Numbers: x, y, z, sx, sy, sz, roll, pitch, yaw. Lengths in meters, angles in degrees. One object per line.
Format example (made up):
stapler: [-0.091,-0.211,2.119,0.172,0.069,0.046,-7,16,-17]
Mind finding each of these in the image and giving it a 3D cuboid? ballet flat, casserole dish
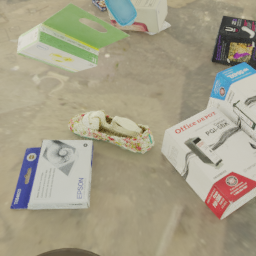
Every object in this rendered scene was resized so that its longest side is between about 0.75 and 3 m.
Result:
ballet flat: [-0.498,-0.067,7.910,2.649,0.847,1.002,15,49,13]
casserole dish: [-0.190,-3.385,7.842,0.648,1.069,0.207,-31,20,20]

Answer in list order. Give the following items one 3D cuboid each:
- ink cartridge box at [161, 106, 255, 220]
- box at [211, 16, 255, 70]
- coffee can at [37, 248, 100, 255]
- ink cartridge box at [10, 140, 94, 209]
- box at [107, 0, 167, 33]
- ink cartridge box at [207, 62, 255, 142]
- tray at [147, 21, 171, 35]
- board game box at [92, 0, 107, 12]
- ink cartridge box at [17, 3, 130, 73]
ink cartridge box: [2.238,0.755,7.087,1.743,0.984,2.375,-26,55,-20]
box: [4.387,-3.057,10.215,2.319,1.230,1.417,16,50,13]
coffee can: [-0.765,3.111,4.001,1.898,2.593,1.898,0,49,0]
ink cartridge box: [-1.892,1.130,7.173,1.914,0.388,1.910,-2,49,-1]
box: [0.419,-4.889,11.564,2.132,1.162,1.363,13,62,19]
ink cartridge box: [3.336,-0.271,7.461,1.025,1.775,2.431,-21,52,-17]
tray: [0.722,-4.874,12.443,1.202,0.248,2.238,-33,57,-24]
board game box: [-1.179,-5.935,13.398,0.684,0.175,1.010,-26,54,-20]
ink cartridge box: [-1.190,-1.745,5.893,2.040,1.484,0.489,-1,80,46]
